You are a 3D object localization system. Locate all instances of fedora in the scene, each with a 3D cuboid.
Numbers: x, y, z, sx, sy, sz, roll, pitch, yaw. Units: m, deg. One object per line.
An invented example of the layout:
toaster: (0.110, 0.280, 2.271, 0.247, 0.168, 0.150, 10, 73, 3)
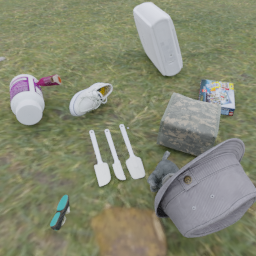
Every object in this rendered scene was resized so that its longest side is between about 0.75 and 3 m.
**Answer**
fedora: (1.539, 1.265, 5.092, 2.127, 1.881, 0.960, -33, 53, 1)

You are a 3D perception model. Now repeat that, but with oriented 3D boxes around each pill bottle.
pill bottle: (-3.279, -0.913, 9.103, 1.018, 1.018, 1.813, -12, 40, -15)

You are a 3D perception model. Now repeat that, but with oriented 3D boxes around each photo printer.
photo printer: (1.138, -3.750, 11.516, 1.000, 2.395, 2.879, -23, 39, 1)

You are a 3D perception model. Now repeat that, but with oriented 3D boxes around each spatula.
spatula: (-0.357, 0.671, 7.608, 1.254, 0.145, 1.804, -13, 52, -9)

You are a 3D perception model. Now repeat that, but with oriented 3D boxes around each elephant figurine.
elephant figurine: (1.132, 1.314, 6.336, 0.879, 0.964, 1.243, -38, 38, -24)

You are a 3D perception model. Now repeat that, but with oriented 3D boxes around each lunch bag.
lunch bag: (1.813, -0.204, 8.110, 1.537, 1.102, 1.874, 17, 43, 13)

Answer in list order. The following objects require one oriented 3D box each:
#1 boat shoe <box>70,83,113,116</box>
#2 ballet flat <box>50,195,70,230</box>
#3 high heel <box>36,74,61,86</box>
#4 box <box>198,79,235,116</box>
boat shoe: (-1.066, -0.965, 9.115, 0.801, 0.694, 1.878, -1, 28, 34)
ballet flat: (-1.436, 1.849, 6.073, 0.268, 0.270, 0.789, -11, 40, 33)
high heel: (-2.686, -1.607, 9.601, 0.543, 0.381, 1.129, -13, 3, 9)
box: (3.115, -1.122, 9.908, 1.169, 0.323, 1.712, 10, 40, 12)
